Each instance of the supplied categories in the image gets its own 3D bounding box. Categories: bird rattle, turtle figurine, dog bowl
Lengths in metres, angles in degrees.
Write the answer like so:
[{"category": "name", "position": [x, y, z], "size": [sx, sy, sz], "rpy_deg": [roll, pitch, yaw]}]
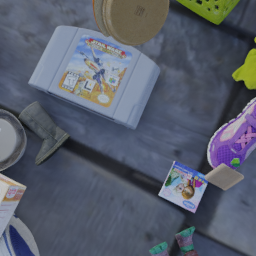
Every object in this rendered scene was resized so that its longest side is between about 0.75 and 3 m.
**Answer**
[{"category": "bird rattle", "position": [4.086, -1.912, 7.103], "size": [2.259, 1.561, 2.771], "rpy_deg": [42, 70, -5]}, {"category": "turtle figurine", "position": [1.504, 3.508, 5.884], "size": [1.255, 1.866, 2.492], "rpy_deg": [-46, 63, 36]}, {"category": "dog bowl", "position": [-3.240, 0.327, 6.909], "size": [1.543, 0.452, 1.543], "rpy_deg": [0, 80, -1]}]

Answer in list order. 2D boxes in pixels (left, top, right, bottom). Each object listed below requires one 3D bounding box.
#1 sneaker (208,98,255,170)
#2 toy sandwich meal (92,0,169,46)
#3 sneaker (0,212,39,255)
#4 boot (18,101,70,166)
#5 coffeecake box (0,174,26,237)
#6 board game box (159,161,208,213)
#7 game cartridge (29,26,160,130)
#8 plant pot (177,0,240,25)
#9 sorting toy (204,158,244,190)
[{"category": "sneaker", "position": [2.872, 0.063, 6.651], "size": [0.965, 1.061, 2.400], "rpy_deg": [43, 84, 5]}, {"category": "toy sandwich meal", "position": [0.070, -2.367, 5.559], "size": [1.605, 1.605, 0.550], "rpy_deg": [-33, 44, -5]}, {"category": "sneaker", "position": [-3.357, 2.498, 6.299], "size": [1.635, 1.144, 2.832], "rpy_deg": [-40, 76, -2]}, {"category": "boot", "position": [-2.234, 0.124, 6.938], "size": [1.289, 0.468, 1.172], "rpy_deg": [42, 69, 0]}, {"category": "coffeecake box", "position": [-3.342, 1.781, 5.498], "size": [1.651, 0.786, 2.151], "rpy_deg": [23, 79, 10]}, {"category": "board game box", "position": [1.375, 1.431, 6.853], "size": [0.946, 0.195, 0.943], "rpy_deg": [25, 81, 4]}, {"category": "game cartridge", "position": [-0.797, -1.406, 7.169], "size": [2.958, 0.614, 1.969], "rpy_deg": [22, 85, 4]}, {"category": "plant pot", "position": [2.224, -3.880, 7.051], "size": [1.542, 1.406, 1.550], "rpy_deg": [37, 83, 12]}, {"category": "sorting toy", "position": [2.370, 1.068, 6.604], "size": [0.692, 0.138, 0.936], "rpy_deg": [32, 124, -17]}]
